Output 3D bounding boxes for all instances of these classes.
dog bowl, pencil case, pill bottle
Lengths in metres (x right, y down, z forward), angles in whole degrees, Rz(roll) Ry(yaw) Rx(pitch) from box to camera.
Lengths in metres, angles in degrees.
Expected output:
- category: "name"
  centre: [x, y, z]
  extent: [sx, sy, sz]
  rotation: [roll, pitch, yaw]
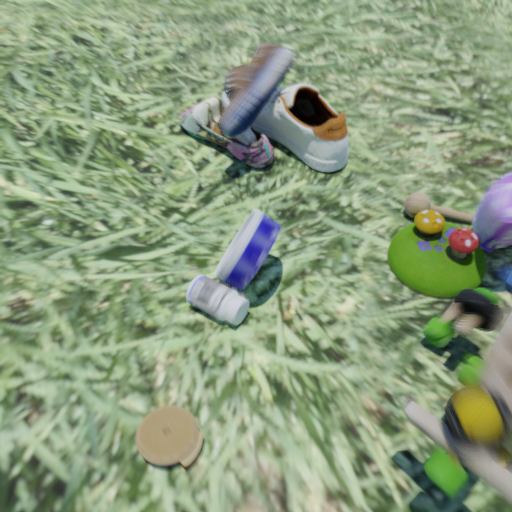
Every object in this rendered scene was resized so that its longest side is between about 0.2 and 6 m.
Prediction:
- category: "dog bowl"
  centre: [-0.129, -0.089, 8.318]
  extent: [0.457, 1.161, 1.161]
  rotation: [32, 50, -7]
- category: "pencil case"
  centre: [3.739, -0.621, 8.358]
  extent: [0.811, 1.933, 0.826]
  rotation: [32, 86, 17]
- category: "pill bottle"
  centre: [-0.560, 0.654, 8.223]
  extent: [0.851, 0.484, 0.484]
  rotation: [25, 53, 21]

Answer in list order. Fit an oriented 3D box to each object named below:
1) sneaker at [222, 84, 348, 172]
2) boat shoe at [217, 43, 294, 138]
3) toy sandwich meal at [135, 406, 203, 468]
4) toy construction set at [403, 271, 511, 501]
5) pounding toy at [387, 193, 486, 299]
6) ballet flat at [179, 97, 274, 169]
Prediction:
- category: "sneaker"
  centre: [0.566, -2.968, 10.928]
  extent: [1.175, 1.366, 3.227]
  rotation: [-38, 57, -27]
- category: "boat shoe"
  centre: [-0.168, -3.022, 10.150]
  extent: [0.776, 0.775, 2.144]
  rotation: [31, 65, 9]
- category: "toy sandwich meal"
  centre: [-1.063, 2.248, 6.936]
  extent: [0.856, 0.293, 0.856]
  rotation: [-2, 46, 2]
- category: "toy construction set"
  centre: [3.100, 1.971, 6.070]
  extent: [3.231, 2.694, 2.482]
  rotation: [40, 72, 15]
- category: "pounding toy"
  centre: [2.961, -0.362, 8.844]
  extent: [1.534, 0.922, 1.988]
  rotation: [15, 50, 13]
- category: "ballet flat"
  centre: [-0.615, -2.535, 10.844]
  extent: [2.410, 0.858, 0.833]
  rotation: [36, 65, 28]
